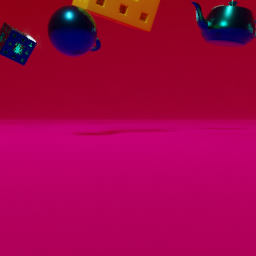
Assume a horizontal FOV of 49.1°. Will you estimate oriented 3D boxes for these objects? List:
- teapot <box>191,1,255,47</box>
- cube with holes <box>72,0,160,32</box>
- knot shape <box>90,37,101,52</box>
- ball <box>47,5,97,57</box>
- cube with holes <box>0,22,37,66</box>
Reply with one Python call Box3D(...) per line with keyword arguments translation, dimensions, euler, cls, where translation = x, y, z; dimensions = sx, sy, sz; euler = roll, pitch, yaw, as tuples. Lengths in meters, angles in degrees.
Box3D(translation=(2.353, -2.508, 6.687), dimensions=(2.029, 0.993, 1.262), euler=(5, 11, -16), cls="teapot")
Box3D(translation=(-0.167, -2.540, 4.976), dimensions=(1.190, 1.190, 1.190), euler=(10, 20, -27), cls="cube with holes")
Box3D(translation=(-1.877, -3.711, 11.609), dimensions=(1.390, 1.486, 0.686), euler=(-19, 48, -14), cls="knot shape")
Box3D(translation=(-0.818, -1.427, 4.152), dimensions=(0.726, 0.726, 0.726), euler=(0, 2, 0), cls="ball")
Box3D(translation=(-3.738, -2.759, 9.219), dimensions=(0.886, 0.886, 0.886), euler=(23, 14, -48), cls="cube with holes")
